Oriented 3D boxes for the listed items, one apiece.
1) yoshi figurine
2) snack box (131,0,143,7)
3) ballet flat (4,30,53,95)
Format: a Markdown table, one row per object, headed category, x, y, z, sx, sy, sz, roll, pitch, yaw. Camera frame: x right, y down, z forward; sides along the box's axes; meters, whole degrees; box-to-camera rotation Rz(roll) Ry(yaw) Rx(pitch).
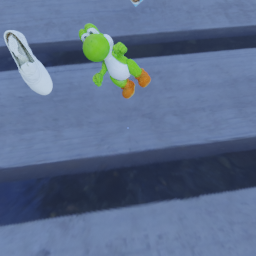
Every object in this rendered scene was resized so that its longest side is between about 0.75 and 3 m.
| category | x | y | z | sx | sy | sz | roll | pitch | yaw |
| --- | --- | --- | --- | --- | --- | --- | --- | --- | --- |
| yoshi figurine | -0.268 | -1.040 | 4.476 | 0.753 | 1.340 | 0.750 | -54 | 26 | -14 |
| snack box | 0.019 | -5.091 | 8.572 | 2.263 | 1.315 | 0.420 | 46 | 44 | -18 |
| ballet flat | -2.788 | -1.781 | 7.599 | 0.705 | 0.705 | 2.031 | -29 | 84 | -20 |
